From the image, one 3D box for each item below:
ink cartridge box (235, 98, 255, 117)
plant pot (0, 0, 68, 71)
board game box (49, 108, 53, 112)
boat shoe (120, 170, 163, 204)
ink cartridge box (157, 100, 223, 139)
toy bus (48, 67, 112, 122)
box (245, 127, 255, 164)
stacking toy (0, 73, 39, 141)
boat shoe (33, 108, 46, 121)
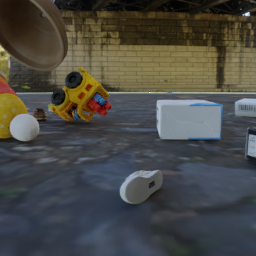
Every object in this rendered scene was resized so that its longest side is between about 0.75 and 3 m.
[{"bbox_3d":[5.538,-0.922,10.653,1.959,0.578,2.447,8,22,44],"label":"ink cartridge box"},{"bbox_3d":[-2.530,-2.813,7.601,2.343,2.343,1.081,5,49,28],"label":"plant pot"},{"bbox_3d":[-2.881,-0.858,12.178,0.964,0.310,0.711,9,12,40],"label":"board game box"},{"bbox_3d":[0.099,0.584,2.935,0.254,0.278,0.773,-2,7,32],"label":"boat shoe"},{"bbox_3d":[1.376,-0.282,6.885,1.302,0.761,2.244,1,9,4],"label":"ink cartridge box"},{"bbox_3d":[-1.375,-0.779,8.792,1.618,1.685,1.144,38,-3,27],"label":"toy bus"},{"bbox_3d":[2.991,0.329,3.638,1.713,0.541,2.172,-4,10,-26],"label":"box"},{"bbox_3d":[-2.792,-0.289,6.067,2.270,1.659,1.659,27,22,29],"label":"stacking toy"},{"bbox_3d":[-2.970,-0.465,9.349,0.408,0.383,1.133,-4,9,-23],"label":"boat shoe"}]
